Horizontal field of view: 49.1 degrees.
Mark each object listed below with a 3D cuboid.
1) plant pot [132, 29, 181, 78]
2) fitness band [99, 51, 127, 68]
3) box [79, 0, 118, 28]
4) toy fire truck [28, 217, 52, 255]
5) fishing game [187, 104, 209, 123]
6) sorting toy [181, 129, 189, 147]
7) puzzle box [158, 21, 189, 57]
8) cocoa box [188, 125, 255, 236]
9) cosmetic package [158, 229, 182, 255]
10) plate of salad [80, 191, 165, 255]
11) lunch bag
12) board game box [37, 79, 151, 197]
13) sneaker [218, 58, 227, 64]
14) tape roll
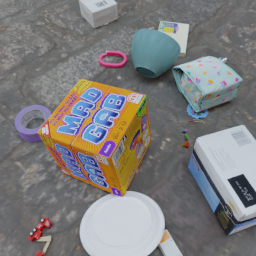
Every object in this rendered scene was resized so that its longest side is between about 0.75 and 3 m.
[{"bbox_3d":[1.062,-3.171,12.636,2.233,2.233,1.504,20,82,13],"label":"plant pot"},{"bbox_3d":[-0.743,-3.360,13.717,1.365,0.255,0.980,4,56,4],"label":"fitness band"},{"bbox_3d":[-1.625,-6.546,15.445,1.570,1.031,1.578,-29,60,-18],"label":"box"},{"bbox_3d":[-2.734,3.514,8.943,0.792,0.274,1.123,28,59,18],"label":"toy fire truck"},{"bbox_3d":[2.998,-0.788,11.975,0.939,0.204,1.312,8,56,8],"label":"fishing game"},{"bbox_3d":[2.239,0.416,11.147,0.291,0.293,0.844,-13,55,20],"label":"sorting toy"},{"bbox_3d":[2.296,-4.677,14.591,1.593,0.304,2.394,10,56,7],"label":"puzzle box"},{"bbox_3d":[3.500,1.667,9.174,1.863,1.833,2.794,-16,53,-11],"label":"cocoa box"},{"bbox_3d":[1.252,3.720,8.771,0.459,0.322,0.905,-25,60,-16],"label":"cosmetic package"},{"bbox_3d":[-0.178,3.122,8.917,2.686,0.645,2.686,-6,34,4],"label":"plate of salad"},{"bbox_3d":[3.281,-2.082,12.089,2.015,1.442,2.365,-21,54,-13],"label":"lunch bag"},{"bbox_3d":[-0.914,0.319,9.572,2.545,2.545,2.547,16,56,22],"label":"board game box"},{"bbox_3d":[4.202,-3.275,13.552,1.027,0.414,0.752,-34,66,-15],"label":"sneaker"},{"bbox_3d":[-3.742,-0.187,11.300,1.444,0.614,1.444,0,55,0],"label":"tape roll"}]
